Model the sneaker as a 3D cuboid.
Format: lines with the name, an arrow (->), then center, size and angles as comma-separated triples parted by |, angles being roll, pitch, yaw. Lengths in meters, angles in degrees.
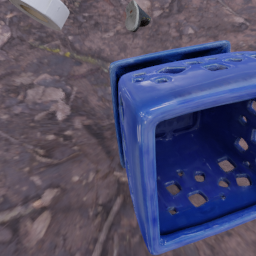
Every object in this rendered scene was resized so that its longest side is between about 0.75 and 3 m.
sneaker -> 0.288, -2.485, 6.469 | 0.597, 0.420, 1.124 | 28, 42, -30

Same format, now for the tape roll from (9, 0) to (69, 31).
tape roll -> -2.366, -3.260, 7.459 | 1.562, 1.562, 0.546 | 29, 90, 18

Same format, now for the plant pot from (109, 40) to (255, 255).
plant pot -> 0.960, 0.019, 4.203 | 2.372, 2.373, 2.133 | -14, 35, -12
